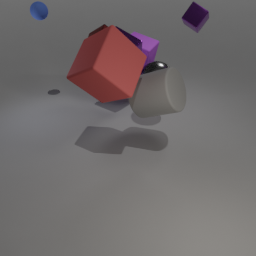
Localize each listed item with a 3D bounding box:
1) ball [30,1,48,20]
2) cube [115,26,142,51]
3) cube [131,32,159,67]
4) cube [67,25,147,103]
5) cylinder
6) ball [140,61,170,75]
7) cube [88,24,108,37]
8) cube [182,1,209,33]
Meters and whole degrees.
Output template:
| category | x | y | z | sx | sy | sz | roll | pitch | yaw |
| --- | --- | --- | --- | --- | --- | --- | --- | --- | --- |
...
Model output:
| category | x | y | z | sx | sy | sz | roll | pitch | yaw |
| --- | --- | --- | --- | --- | --- | --- | --- | --- | --- |
| ball | -3.552 | -4.679 | 11.196 | 0.700 | 0.700 | 0.700 | 0 | 30 | 0 |
| cube | -0.375 | -3.003 | 11.571 | 1.400 | 1.400 | 1.400 | 35 | 68 | 18 |
| cube | 0.497 | -3.589 | 13.566 | 1.400 | 1.400 | 1.400 | 25 | 42 | 12 |
| cube | -0.587 | -1.706 | 7.844 | 1.400 | 1.400 | 1.400 | -4 | 60 | 49 |
| cylinder | 0.935 | -1.097 | 8.922 | 1.400 | 1.400 | 1.400 | -8 | 21 | 35 |
| ball | 1.083 | -1.843 | 10.727 | 1.400 | 1.400 | 1.400 | 0 | 30 | 0 |
| cube | -1.221 | -4.051 | 14.110 | 1.400 | 1.400 | 1.400 | 26 | -20 | -35 |
| cube | 2.501 | -4.079 | 10.358 | 0.700 | 0.700 | 0.700 | 39 | 13 | 12 |
